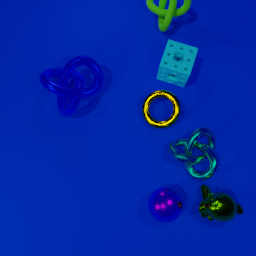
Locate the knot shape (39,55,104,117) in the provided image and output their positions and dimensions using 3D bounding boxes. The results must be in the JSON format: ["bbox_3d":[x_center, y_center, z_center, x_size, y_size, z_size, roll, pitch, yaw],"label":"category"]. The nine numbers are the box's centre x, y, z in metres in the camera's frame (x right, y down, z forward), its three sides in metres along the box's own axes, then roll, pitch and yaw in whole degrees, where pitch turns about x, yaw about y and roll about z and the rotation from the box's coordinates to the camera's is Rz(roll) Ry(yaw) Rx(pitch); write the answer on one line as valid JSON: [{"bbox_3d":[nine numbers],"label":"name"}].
[{"bbox_3d":[-1.813,-1.363,8.403,1.760,0.869,1.880,27,79,20],"label":"knot shape"}]

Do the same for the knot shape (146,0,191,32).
[{"bbox_3d":[1.207,-4.005,9.049,0.680,1.471,1.376,-8,53,-50],"label":"knot shape"}]

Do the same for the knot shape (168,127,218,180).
[{"bbox_3d":[1.801,0.664,7.862,1.368,0.675,1.462,10,71,3],"label":"knot shape"}]

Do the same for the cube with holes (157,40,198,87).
[{"bbox_3d":[1.487,-1.954,8.585,0.913,0.913,0.913,18,76,5],"label":"cube with holes"}]

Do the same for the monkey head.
[{"bbox_3d":[2.338,1.909,7.304,1.470,0.886,1.058,28,47,-34],"label":"monkey head"}]

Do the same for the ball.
[{"bbox_3d":[0.972,1.989,7.287,0.903,0.903,0.903,0,71,0],"label":"ball"}]

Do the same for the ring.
[{"bbox_3d":[0.968,-0.552,8.205,1.143,0.229,1.143,0,88,15],"label":"ring"}]
